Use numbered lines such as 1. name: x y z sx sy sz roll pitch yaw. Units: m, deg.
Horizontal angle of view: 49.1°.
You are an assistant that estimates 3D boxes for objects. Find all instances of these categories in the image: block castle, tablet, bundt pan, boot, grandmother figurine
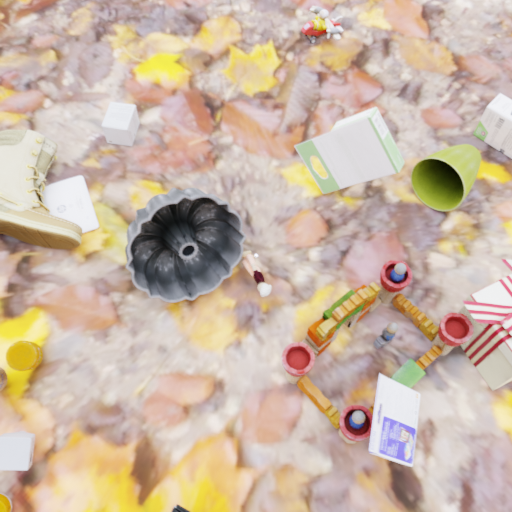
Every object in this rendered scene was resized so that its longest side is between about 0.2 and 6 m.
1. block castle: 1.848 1.425 8.767 2.690 1.262 1.798 -37 68 -18
2. tablet: -3.563 -0.919 10.677 0.844 0.089 1.297 -20 63 -10
3. bundt pan: -1.232 -0.255 9.152 2.013 2.013 0.756 -26 41 -13
4. boot: -4.079 -1.278 10.362 2.580 0.939 2.006 15 67 15
5. grandmother figurine: 0.017 0.340 9.573 0.269 0.539 0.889 -34 52 10

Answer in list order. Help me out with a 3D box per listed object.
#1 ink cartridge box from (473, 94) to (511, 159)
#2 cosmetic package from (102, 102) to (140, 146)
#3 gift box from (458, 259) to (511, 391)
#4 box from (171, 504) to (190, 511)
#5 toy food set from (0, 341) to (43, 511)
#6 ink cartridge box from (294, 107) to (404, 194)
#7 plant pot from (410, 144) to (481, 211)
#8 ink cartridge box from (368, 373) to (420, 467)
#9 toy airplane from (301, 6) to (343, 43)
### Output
1. ink cartridge box: 5.045 -2.489 11.064 1.182 0.860 0.497 40 69 19
2. cosmetic package: -2.731 -2.662 11.336 0.542 0.545 0.651 9 63 3
3. gift box: 3.993 1.028 8.823 1.516 1.534 1.643 -28 67 -14
4. box: -0.863 4.589 7.329 1.591 0.836 1.942 26 65 14
5. toy food set: -3.968 2.605 8.461 1.259 1.187 2.638 5 79 -13
6. ink cartridge box: 1.672 -1.850 10.139 1.635 1.190 0.392 -12 34 42
7. plant pot: 3.716 -1.602 10.580 1.100 1.100 1.176 41 57 19
8. ink cartridge box: 1.843 2.246 7.677 0.228 1.049 1.039 -11 58 46
9. toy airplane: 1.565 -5.277 12.665 0.921 0.650 0.917 18 63 10
